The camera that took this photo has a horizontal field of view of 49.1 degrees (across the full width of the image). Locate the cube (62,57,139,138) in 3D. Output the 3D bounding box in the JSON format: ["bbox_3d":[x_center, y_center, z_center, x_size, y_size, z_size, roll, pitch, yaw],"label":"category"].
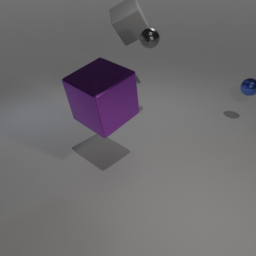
[{"bbox_3d":[-0.696,-0.856,7.649,1.400,1.400,1.400,30,54,34],"label":"cube"}]

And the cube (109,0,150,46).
[{"bbox_3d":[0.095,-5.111,13.386,1.400,1.400,1.400,-24,48,17],"label":"cube"}]

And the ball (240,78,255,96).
[{"bbox_3d":[4.805,-1.613,11.047,0.700,0.700,0.700,0,29,0],"label":"ball"}]

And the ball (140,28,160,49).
[{"bbox_3d":[0.766,-3.159,9.849,0.700,0.700,0.700,0,29,0],"label":"ball"}]
